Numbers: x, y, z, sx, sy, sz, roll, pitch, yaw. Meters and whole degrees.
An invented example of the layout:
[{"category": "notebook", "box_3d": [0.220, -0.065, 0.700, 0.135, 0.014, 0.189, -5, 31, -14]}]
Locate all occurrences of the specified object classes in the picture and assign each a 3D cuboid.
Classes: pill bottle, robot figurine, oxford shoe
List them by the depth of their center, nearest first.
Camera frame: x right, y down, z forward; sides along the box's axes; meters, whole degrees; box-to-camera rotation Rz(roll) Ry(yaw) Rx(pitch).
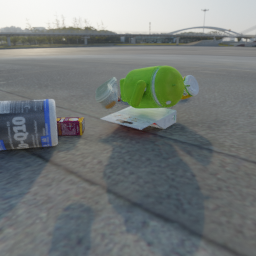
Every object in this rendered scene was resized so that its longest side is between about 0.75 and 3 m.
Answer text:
[{"category": "pill bottle", "box_3d": [-3.861, -0.100, 9.335, 2.872, 1.634, 1.634, -4, 19, -14]}, {"category": "oxford shoe", "box_3d": [-0.667, -1.199, 9.632, 0.834, 0.641, 2.218, -35, 20, 14]}, {"category": "robot figurine", "box_3d": [0.976, -1.609, 11.223, 2.843, 1.645, 2.495, 1, 9, 40]}, {"category": "pill bottle", "box_3d": [2.342, -1.752, 13.170, 1.736, 0.964, 0.964, -17, 3, 43]}]

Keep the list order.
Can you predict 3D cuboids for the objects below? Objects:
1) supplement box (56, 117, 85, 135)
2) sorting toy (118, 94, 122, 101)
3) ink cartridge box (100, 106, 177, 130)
[{"category": "supplement box", "box_3d": [-2.271, -0.074, 10.920, 1.084, 0.559, 0.709, -1, 19, -2]}, {"category": "sorting toy", "box_3d": [-0.113, -1.882, 16.570, 1.926, 0.326, 0.928, -7, 20, -18]}, {"category": "ink cartridge box", "box_3d": [0.484, -0.312, 11.685, 2.110, 0.657, 2.622, 14, 28, 35]}]
